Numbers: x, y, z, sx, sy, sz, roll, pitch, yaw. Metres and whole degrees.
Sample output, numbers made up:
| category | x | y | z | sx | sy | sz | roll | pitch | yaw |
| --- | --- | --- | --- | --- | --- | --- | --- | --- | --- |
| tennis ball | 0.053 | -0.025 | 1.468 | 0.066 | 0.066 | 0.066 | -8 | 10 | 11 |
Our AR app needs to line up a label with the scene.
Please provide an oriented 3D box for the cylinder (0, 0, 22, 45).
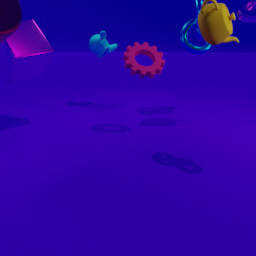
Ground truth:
| category | x | y | z | sx | sy | sz | roll | pitch | yaw |
| --- | --- | --- | --- | --- | --- | --- | --- | --- | --- |
| cylinder | -2.703 | -1.877 | 4.722 | 1.290 | 1.290 | 1.290 | -20 | 3 | 36 |

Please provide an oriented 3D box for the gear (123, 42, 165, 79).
| category | x | y | z | sx | sy | sz | roll | pitch | yaw |
| --- | --- | --- | --- | --- | --- | --- | --- | --- | --- |
| gear | 0.448 | -1.912 | 7.900 | 1.153 | 1.153 | 0.213 | -4 | -26 | -13 |

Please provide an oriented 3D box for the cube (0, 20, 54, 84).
| category | x | y | z | sx | sy | sz | roll | pitch | yaw |
| --- | --- | --- | --- | --- | --- | --- | --- | --- | --- |
| cube | -3.254 | -2.294 | 8.437 | 1.272 | 1.272 | 1.272 | -28 | -10 | -43 |

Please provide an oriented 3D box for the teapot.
| category | x | y | z | sx | sy | sz | roll | pitch | yaw |
| --- | --- | --- | --- | --- | --- | --- | --- | --- | --- |
| teapot | 2.636 | -3.010 | 8.106 | 0.927 | 1.177 | 1.894 | -12 | -34 | 35 |

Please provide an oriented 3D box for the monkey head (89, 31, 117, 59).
| category | x | y | z | sx | sy | sz | roll | pitch | yaw |
| --- | --- | --- | --- | --- | --- | --- | --- | --- | --- |
| monkey head | -1.031 | -3.388 | 11.342 | 1.056 | 0.884 | 1.468 | -32 | 7 | -26 |

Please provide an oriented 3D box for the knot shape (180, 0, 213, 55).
| category | x | y | z | sx | sy | sz | roll | pitch | yaw |
| --- | --- | --- | --- | --- | --- | --- | --- | --- | --- |
| knot shape | 2.757 | -3.604 | 9.890 | 1.797 | 1.921 | 0.887 | -13 | 28 | -36 |

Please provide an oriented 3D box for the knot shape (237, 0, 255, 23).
| category | x | y | z | sx | sy | sz | roll | pitch | yaw |
| --- | --- | --- | --- | --- | --- | --- | --- | --- | --- |
| knot shape | 2.536 | -2.189 | 4.898 | 1.204 | 1.287 | 0.595 | -3 | -7 | 40 |
